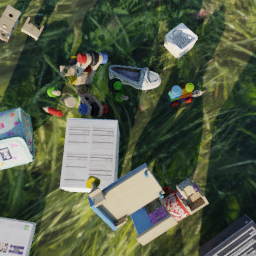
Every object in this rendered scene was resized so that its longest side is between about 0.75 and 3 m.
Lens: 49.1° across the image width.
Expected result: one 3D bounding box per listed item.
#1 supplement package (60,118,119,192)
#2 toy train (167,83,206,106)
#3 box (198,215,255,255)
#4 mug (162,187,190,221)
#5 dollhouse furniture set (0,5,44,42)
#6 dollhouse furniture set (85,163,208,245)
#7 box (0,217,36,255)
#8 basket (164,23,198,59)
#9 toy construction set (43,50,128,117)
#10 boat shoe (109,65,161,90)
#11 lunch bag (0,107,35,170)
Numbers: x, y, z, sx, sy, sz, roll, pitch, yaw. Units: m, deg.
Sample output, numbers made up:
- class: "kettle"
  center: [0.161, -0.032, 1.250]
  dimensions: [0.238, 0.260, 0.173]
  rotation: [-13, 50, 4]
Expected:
- class: "supplement package"
  center: [-1.174, 0.987, 9.370]
  dimensions: [1.664, 1.676, 2.209]
  rotation: [2, 73, 1]
- class: "toy train"
  center: [2.285, -1.402, 10.490]
  dimensions: [1.561, 0.903, 0.661]
  rotation: [-15, 75, -4]
- class: "box"
  center: [3.540, 4.083, 8.510]
  dimensions: [1.987, 1.225, 1.971]
  rotation: [-38, 77, 4]
- class: "mug"
  center: [1.265, 2.743, 9.377]
  dimensions: [1.374, 1.219, 0.916]
  rotation: [-32, 107, 0]
- class: "dollhouse furniture set"
  center: [-4.410, -3.932, 11.358]
  dimensions: [1.480, 1.043, 1.037]
  rotation: [28, 74, -23]
- class: "dollhouse furniture set"
  center: [0.409, 1.551, 8.139]
  dimensions: [2.594, 2.748, 1.793]
  rotation: [-34, 35, 3]
- class: "box"
  center: [-4.156, 4.203, 9.082]
  dimensions: [1.756, 0.442, 2.433]
  rotation: [9, 72, 3]
- class: "basket"
  center: [2.082, -3.444, 11.174]
  dimensions: [0.937, 0.761, 0.946]
  rotation: [-40, 77, -11]
- class: "toy construction set"
  center: [-1.912, -1.460, 10.165]
  dimensions: [2.780, 2.136, 2.318]
  rotation: [-37, 121, -27]
- class: "boat shoe"
  center: [0.264, -2.011, 10.798]
  dimensions: [2.051, 0.658, 0.756]
  rotation: [13, 74, 4]
- class: "lunch bag"
  center: [-4.205, 0.452, 9.787]
  dimensions: [1.643, 1.176, 1.929]
  rotation: [-14, 73, -2]
